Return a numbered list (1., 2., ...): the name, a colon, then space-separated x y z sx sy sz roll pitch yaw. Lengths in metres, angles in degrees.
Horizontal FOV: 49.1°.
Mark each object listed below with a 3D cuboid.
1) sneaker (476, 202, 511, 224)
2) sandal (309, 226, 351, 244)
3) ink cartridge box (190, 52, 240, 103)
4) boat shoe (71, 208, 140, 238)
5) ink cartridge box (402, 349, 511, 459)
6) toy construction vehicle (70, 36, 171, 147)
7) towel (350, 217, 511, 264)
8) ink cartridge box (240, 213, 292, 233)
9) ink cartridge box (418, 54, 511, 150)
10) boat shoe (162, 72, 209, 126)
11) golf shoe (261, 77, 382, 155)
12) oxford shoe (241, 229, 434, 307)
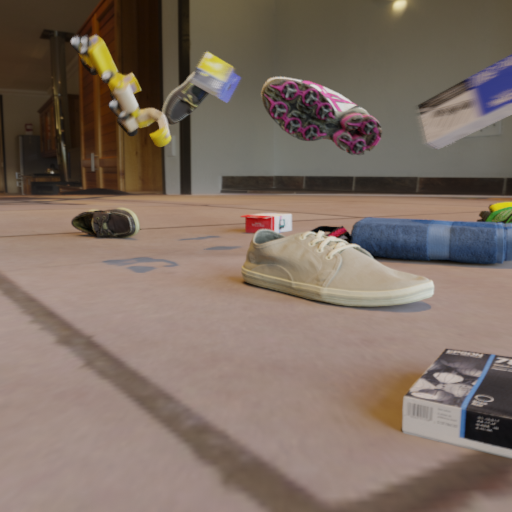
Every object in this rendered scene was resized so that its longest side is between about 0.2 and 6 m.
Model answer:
1. sneaker: 6.200 -0.579 11.445 3.047 1.189 1.298 -10 17 -9
2. sandal: 1.323 -0.339 11.134 2.259 0.509 0.848 -3 9 -23
3. ink cartridge box: -0.733 -3.325 10.421 0.773 0.764 0.182 26 -31 -8
4. boat shoe: -3.671 -0.741 13.569 2.120 0.776 0.687 1 17 40
5. ink cartridge box: 1.450 0.854 3.607 0.664 0.262 1.335 4 8 30
6. toy construction vehicle: -2.002 -2.550 8.577 0.592 1.463 1.680 -35 51 -11
7. towel: 3.176 -0.259 10.011 2.815 0.683 1.572 5 10 23
8. ink cartridge box: 0.268 -0.867 14.985 0.832 0.482 1.433 5 9 31
9. ink cartridge box: 3.532 -2.470 9.105 0.372 0.792 1.685 13 -26 -44
10. boat shoe: -1.461 -3.491 12.292 0.481 1.598 0.570 15 -27 40
11. golf shoe: 1.293 -3.182 12.387 3.096 1.124 1.426 15 31 -34
12. oxford shoe: 0.873 0.108 7.024 2.761 0.797 1.038 11 10 44
